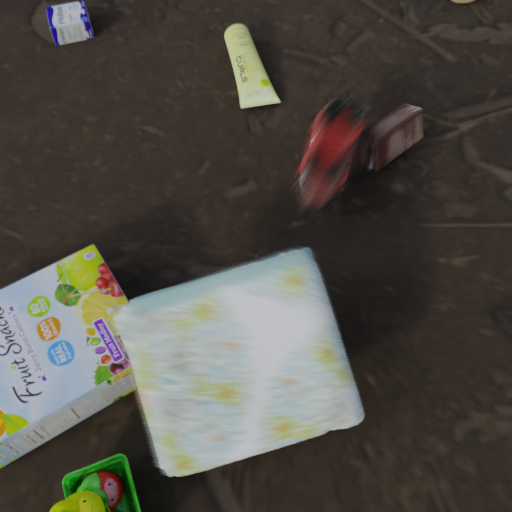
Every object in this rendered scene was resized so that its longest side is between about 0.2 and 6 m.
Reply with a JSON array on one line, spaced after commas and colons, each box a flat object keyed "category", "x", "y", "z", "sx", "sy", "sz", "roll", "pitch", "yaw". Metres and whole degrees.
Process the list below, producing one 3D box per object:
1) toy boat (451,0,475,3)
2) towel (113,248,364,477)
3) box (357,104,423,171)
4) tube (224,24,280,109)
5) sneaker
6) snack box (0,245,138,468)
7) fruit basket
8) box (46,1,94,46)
[{"category": "toy boat", "x": 4.224, "y": -5.753, "z": 11.645, "sx": 0.978, "sy": 0.541, "sz": 1.164, "roll": -39, "pitch": 66, "yaw": -21}, {"category": "towel", "x": -0.225, "y": 1.186, "z": 6.319, "sx": 2.393, "sy": 0.576, "sz": 2.048, "roll": -17, "pitch": 87, "yaw": 2}, {"category": "box", "x": 2.184, "y": -1.926, "z": 9.077, "sx": 1.136, "sy": 0.569, "sz": 0.426, "roll": -36, "pitch": 43, "yaw": -22}, {"category": "tube", "x": -0.137, "y": -3.451, "z": 10.274, "sx": 0.545, "sy": 0.487, "sz": 1.877, "roll": -30, "pitch": 60, "yaw": 27}, {"category": "sneaker", "x": 1.096, "y": -1.498, "z": 8.362, "sx": 0.709, "sy": 0.980, "sz": 2.006, "roll": 17, "pitch": 57, "yaw": 6}, {"category": "snack box", "x": -2.632, "y": 1.193, "z": 7.140, "sx": 2.281, "sy": 0.772, "sz": 1.923, "roll": -30, "pitch": 62, "yaw": -17}, {"category": "fruit basket", "x": -1.685, "y": 2.756, "z": 5.971, "sx": 0.854, "sy": 1.184, "sz": 1.184, "roll": -19, "pitch": 60, "yaw": -11}, {"category": "box", "x": -3.651, "y": -4.567, "z": 10.981, "sx": 0.765, "sy": 0.401, "sz": 0.704, "roll": -15, "pitch": 58, "yaw": -9}]
